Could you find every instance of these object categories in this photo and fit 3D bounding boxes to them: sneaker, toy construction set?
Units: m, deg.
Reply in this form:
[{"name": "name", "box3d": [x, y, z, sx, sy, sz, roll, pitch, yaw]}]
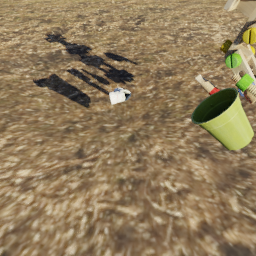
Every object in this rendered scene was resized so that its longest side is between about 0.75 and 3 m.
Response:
[{"name": "sneaker", "box3d": [-0.131, -0.787, 6.817, 0.465, 0.365, 0.937, -7, 17, 13]}, {"name": "toy construction set", "box3d": [2.615, -1.915, 6.388, 2.838, 2.367, 2.181, -43, 80, -14]}]

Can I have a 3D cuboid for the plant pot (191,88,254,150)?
[{"name": "plant pot", "box3d": [1.746, -0.083, 4.953, 0.918, 0.872, 0.918, -37, 17, 14]}]
